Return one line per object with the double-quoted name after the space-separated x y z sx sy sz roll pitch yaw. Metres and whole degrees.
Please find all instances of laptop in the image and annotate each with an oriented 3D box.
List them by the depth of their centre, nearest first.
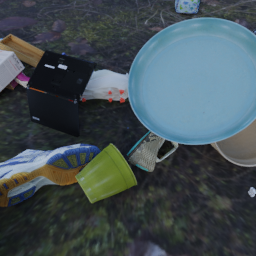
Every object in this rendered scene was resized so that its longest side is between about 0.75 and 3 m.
-1.861 -0.981 7.909 1.704 0.993 1.923 18 74 17 "laptop"

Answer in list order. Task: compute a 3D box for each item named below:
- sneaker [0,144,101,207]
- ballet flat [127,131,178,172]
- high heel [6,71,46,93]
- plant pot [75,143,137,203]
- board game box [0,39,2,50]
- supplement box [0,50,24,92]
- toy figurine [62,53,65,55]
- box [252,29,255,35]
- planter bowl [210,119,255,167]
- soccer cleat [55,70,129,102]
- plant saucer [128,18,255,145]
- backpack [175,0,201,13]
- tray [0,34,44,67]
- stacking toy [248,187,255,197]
-1.969 0.805 6.630 2.640 0.994 1.164 -16 34 -24 "sneaker"
0.967 0.141 7.536 0.989 0.891 2.626 35 56 2 "ballet flat"
-3.258 -1.635 9.418 1.863 0.628 0.894 6 53 25 "high heel"
-0.560 1.103 6.344 1.081 1.123 1.123 -31 51 -14 "plant pot"
-5.714 -2.684 10.333 2.264 0.388 1.522 -5 49 -6 "board game box"
-4.460 -1.631 8.950 1.210 0.706 1.921 16 58 31 "supplement box"
-1.958 -2.081 9.516 0.981 1.114 1.859 19 48 19 "toy figurine"
6.253 -3.972 11.984 1.469 0.399 1.834 31 52 28 "box"
2.840 -0.544 7.189 2.572 2.572 1.731 -12 19 -12 "planter bowl"
-1.197 -1.388 8.864 2.649 0.918 1.027 5 51 -1 "soccer cleat"
1.381 -0.966 5.697 2.806 0.385 2.806 -6 70 17 "plant saucer"
2.988 -6.380 13.785 1.253 1.369 1.006 6 44 6 "backpack"
-3.885 -2.866 10.473 1.620 0.300 0.799 28 41 -6 "tray"
3.264 1.637 6.307 0.685 0.213 0.909 -12 46 -13 "stacking toy"
